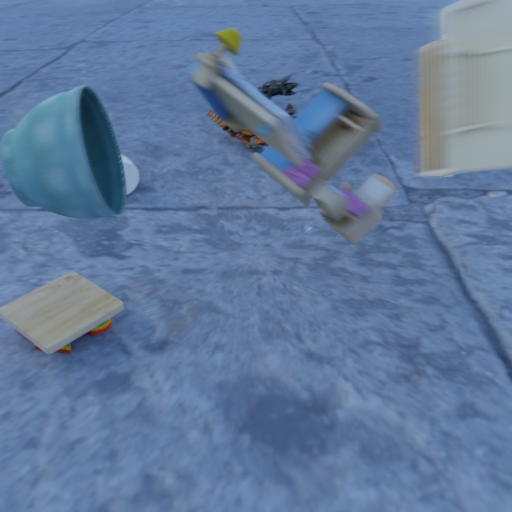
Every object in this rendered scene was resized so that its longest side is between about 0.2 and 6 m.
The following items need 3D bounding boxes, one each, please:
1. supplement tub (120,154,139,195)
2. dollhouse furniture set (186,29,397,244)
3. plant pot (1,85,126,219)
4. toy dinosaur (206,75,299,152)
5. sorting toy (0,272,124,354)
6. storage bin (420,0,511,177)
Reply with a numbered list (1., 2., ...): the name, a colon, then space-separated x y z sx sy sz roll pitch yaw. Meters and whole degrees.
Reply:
1. supplement tub: -3.074 -1.796 11.762 0.833 0.833 1.187 -23 39 -32
2. dollhouse furniture set: 0.761 -1.902 7.572 1.678 2.571 2.428 -46 58 1
3. plant pot: -2.152 -1.058 6.211 0.980 1.463 1.463 -11 33 2
4. toy dinosaur: 0.203 -3.303 13.724 3.031 1.548 2.057 29 55 6
5. sorting toy: -2.736 0.883 7.958 1.240 0.434 1.248 25 40 32
6. storage bin: 3.100 -2.353 8.234 1.079 2.286 2.303 -2 8 10
